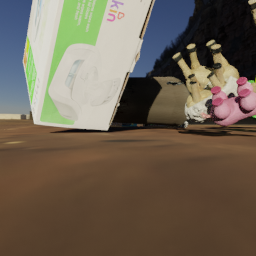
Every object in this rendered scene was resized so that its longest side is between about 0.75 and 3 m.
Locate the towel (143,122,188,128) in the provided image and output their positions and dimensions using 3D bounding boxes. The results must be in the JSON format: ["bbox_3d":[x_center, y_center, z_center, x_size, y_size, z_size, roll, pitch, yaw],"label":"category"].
[{"bbox_3d":[1.113,-0.308,8.430,1.294,0.554,1.071,0,5,7],"label":"towel"}]

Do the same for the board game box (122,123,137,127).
[{"bbox_3d":[-0.244,-0.158,10.780,0.953,0.224,0.719,0,0,-32],"label":"board game box"}]

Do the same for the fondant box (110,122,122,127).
[{"bbox_3d":[-0.769,-0.244,9.321,0.895,0.361,1.240,3,-3,13],"label":"fondant box"}]

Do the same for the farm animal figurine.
[{"bbox_3d":[1.526,-0.631,3.156,2.035,1.024,1.644,-37,30,-2],"label":"farm animal figurine"}]

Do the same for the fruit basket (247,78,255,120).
[{"bbox_3d":[3.494,-0.971,7.134,1.706,1.706,1.231,1,-5,29],"label":"fruit basket"}]

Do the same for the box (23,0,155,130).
[{"bbox_3d":[-0.699,-1.503,4.054,1.142,2.363,2.085,6,33,-27],"label":"box"}]

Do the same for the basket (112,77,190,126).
[{"bbox_3d":[0.314,-0.640,6.586,1.768,1.202,1.594,-2,23,-32],"label":"basket"}]
